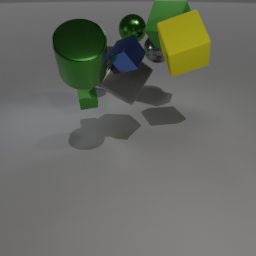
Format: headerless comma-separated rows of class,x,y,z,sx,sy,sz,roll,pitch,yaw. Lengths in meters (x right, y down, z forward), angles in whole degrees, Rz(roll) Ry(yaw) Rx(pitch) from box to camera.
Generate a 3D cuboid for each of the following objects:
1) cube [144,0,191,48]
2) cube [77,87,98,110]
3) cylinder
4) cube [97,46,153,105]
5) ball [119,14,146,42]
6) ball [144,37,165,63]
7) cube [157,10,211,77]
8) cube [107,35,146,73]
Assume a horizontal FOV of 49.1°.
cube,1.721,-4.145,11.377,1.400,1.400,1.400,15,-7,29
cube,-1.553,-1.196,10.802,0.700,0.700,0.700,-10,70,-9
cylinder,-1.288,-1.997,7.753,1.400,1.400,1.400,2,67,-4
cube,-0.286,-1.835,9.672,1.400,1.400,1.400,30,2,-28
ball,0.224,-4.969,14.048,1.400,1.400,1.400,0,28,0
ball,1.459,-3.839,13.496,1.400,1.400,1.400,0,28,0
cube,1.917,-2.874,9.662,1.400,1.400,1.400,-17,67,7
cube,-0.030,-2.124,8.111,0.700,0.700,0.700,-3,52,46
